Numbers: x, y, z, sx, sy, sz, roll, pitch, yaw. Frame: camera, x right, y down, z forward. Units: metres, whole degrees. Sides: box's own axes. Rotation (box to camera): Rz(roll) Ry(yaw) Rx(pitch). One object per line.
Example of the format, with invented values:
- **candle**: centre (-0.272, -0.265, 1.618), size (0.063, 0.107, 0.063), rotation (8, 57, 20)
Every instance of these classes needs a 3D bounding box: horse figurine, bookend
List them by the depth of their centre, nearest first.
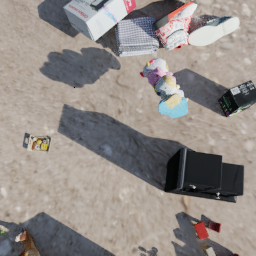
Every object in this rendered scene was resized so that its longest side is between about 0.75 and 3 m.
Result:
- **horse figurine**: centre (-2.759, 4.352, 8.479), size (2.484, 1.646, 0.620), rotation (36, 108, 3)
- **bookend**: centre (2.531, 1.537, 8.545), size (2.480, 2.465, 1.142), rotation (8, 75, 1)

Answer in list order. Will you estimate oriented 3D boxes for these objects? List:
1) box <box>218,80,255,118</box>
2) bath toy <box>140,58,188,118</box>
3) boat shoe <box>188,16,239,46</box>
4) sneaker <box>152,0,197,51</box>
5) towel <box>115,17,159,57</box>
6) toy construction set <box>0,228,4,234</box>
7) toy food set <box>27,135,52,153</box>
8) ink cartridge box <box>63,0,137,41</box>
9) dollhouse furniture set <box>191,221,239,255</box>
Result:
- **box**: centre (3.870, -0.994, 9.827), size (0.899, 1.211, 0.752), rotation (-22, 77, -6)
- **bath toy**: centre (1.008, -1.376, 8.626), size (0.944, 1.111, 2.554), rotation (-13, 42, -3)
- **boat shoe**: centre (3.249, -3.829, 10.954), size (2.080, 0.757, 0.642), rotation (-22, 39, 0)
- **sneaker**: centre (2.034, -3.912, 10.855), size (2.479, 0.828, 1.329), rotation (-41, 110, -31)
- **towel**: centre (0.334, -3.532, 10.751), size (1.604, 0.686, 1.328), rotation (-6, 75, -1)
- **toy construction set**: centre (-4.387, 3.712, 8.857), size (0.727, 0.872, 0.670), rotation (-25, 82, 2)
- **toy food set**: centre (-3.125, 0.559, 9.935), size (0.785, 0.237, 0.563), rotation (7, 76, 2)
- **ink cartridge box**: centre (-1.062, -4.580, 10.643), size (2.221, 0.920, 1.619), rotation (-43, 58, -10)
- **dollhouse furniture set**: centre (2.892, 3.810, 8.830), size (1.010, 0.763, 1.876), rotation (-20, 77, -5)
